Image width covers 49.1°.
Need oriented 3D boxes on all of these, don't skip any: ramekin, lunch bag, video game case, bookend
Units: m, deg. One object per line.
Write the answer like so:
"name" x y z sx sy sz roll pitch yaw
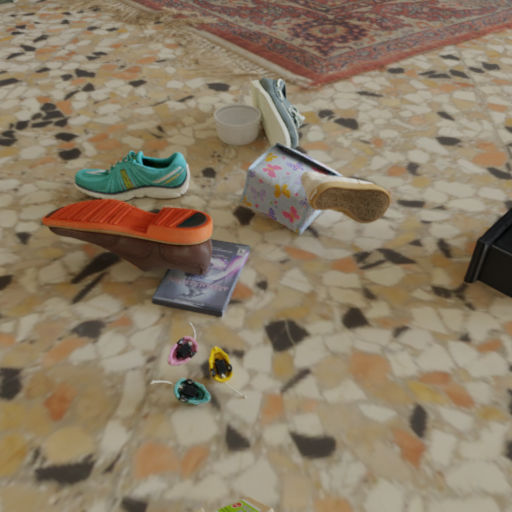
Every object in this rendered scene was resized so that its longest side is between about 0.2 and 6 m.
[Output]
"ramekin" -0.478 -3.364 14.438 1.213 0.637 1.213 0 41 0
"lunch bag" 0.798 -1.598 11.848 1.576 1.181 1.858 31 45 13
"video game case" -0.993 0.330 10.569 1.334 0.177 1.867 10 41 11
"bookend" 5.467 0.069 10.191 2.297 1.058 2.283 -33 51 -32

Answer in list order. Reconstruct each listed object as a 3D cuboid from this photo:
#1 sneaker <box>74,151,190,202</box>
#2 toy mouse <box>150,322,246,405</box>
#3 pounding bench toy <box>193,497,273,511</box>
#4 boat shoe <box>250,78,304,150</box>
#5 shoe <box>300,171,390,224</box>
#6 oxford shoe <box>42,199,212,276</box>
"sneaker" -2.768 -1.876 12.451 2.545 1.014 0.986 -5 41 -4
"toy mouse" -1.028 1.779 8.577 1.286 0.280 1.448 -17 71 -28
"pounding bench toy" -0.391 3.709 5.893 1.410 2.270 1.771 -16 76 -15
"boat shoe" 0.664 -3.739 14.419 1.064 1.254 3.444 -11 37 -7
"shoe" 1.779 -1.199 10.924 2.420 0.846 0.646 7 33 -45
"oxford shoe" -2.427 -0.269 10.394 3.330 1.208 1.185 9 31 16
